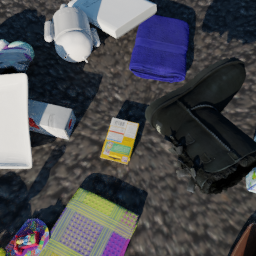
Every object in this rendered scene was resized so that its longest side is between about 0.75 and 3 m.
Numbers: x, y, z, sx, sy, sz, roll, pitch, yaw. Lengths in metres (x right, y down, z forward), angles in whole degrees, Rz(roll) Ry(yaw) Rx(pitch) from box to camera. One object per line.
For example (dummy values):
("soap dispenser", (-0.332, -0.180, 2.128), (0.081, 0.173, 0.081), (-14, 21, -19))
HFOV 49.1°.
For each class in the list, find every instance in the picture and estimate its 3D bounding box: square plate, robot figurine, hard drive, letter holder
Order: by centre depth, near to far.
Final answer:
("letter holder", (3.342, 3.797, 6.340), (2.102, 1.487, 2.957), (29, 68, 15))
("square plate", (-4.071, -0.160, 8.173), (2.676, 0.384, 2.701), (-2, 92, 8))
("robot figurine", (-1.937, -3.247, 9.756), (1.919, 1.278, 2.262), (-3, 64, -22))
("hard drive", (-0.646, -4.497, 10.460), (1.941, 0.393, 2.943), (-39, 56, -17))

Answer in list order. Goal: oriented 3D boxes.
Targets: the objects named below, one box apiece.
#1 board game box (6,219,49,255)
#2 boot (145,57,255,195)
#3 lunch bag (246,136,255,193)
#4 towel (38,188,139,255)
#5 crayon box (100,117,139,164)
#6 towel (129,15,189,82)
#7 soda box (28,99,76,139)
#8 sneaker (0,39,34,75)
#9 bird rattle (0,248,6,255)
("board game box", (-2.649, 2.947, 7.235), (0.983, 0.242, 1.244), (24, 68, 31))
("boot", (2.013, -0.120, 6.093), (2.900, 1.073, 2.377), (-30, 52, -8))
("lunch bag", (3.964, 0.807, 7.661), (0.825, 1.609, 2.001), (17, 65, 9))
("towel", (-1.167, 3.192, 7.260), (2.056, 0.326, 2.863), (23, 66, 11))
("crayon box", (-0.244, 0.428, 8.538), (0.860, 0.353, 1.368), (14, 65, 6))
("towel", (1.159, -2.840, 9.986), (1.923, 0.645, 2.604), (12, 65, -2))
("soda box", (-2.846, -0.347, 8.693), (2.285, 0.725, 0.780), (13, 65, 6))
("sneaker", (-4.542, -2.191, 9.451), (2.407, 0.935, 1.683), (5, 64, 3))
("bird rattle", (-4.295, 3.137, 7.084), (2.316, 1.305, 1.888), (-14, 53, 8))
